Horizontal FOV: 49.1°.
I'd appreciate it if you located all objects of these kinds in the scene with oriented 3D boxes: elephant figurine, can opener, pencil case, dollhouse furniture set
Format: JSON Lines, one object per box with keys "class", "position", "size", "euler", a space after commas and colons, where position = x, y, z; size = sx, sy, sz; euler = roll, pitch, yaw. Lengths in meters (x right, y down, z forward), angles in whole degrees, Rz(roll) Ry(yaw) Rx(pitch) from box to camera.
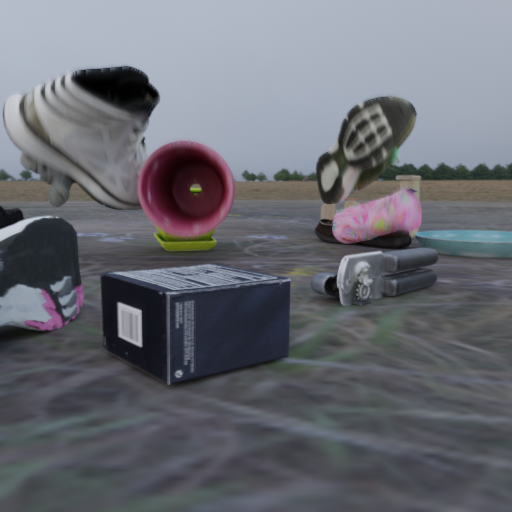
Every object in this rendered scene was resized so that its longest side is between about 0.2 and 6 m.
{"class": "elephant figurine", "position": [-3.511, -1.885, 10.027], "size": [1.495, 2.113, 1.639], "euler": [17, -7, 7]}
{"class": "can opener", "position": [1.526, 0.199, 7.068], "size": [0.724, 0.578, 2.166], "euler": [8, 9, 41]}
{"class": "pencil case", "position": [2.338, -0.751, 11.022], "size": [0.825, 0.825, 1.888], "euler": [-5, -6, -33]}
{"class": "dollhouse furniture set", "position": [3.150, -1.374, 15.332], "size": [2.416, 1.605, 2.117], "euler": [4, 8, 27]}

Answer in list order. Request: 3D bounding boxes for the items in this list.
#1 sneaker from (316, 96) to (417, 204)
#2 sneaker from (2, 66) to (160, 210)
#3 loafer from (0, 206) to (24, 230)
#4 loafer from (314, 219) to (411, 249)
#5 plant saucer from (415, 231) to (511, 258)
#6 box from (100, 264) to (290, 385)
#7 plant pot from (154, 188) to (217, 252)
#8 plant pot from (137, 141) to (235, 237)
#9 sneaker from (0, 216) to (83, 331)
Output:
{"class": "sneaker", "position": [2.304, -2.098, 10.918], "size": [1.383, 1.200, 3.122], "euler": [-13, -13, -23]}
{"class": "sneaker", "position": [-2.102, -1.838, 9.239], "size": [1.991, 1.306, 3.460], "euler": [-17, -21, 24]}
{"class": "loafer", "position": [-5.869, -0.565, 12.158], "size": [0.991, 1.020, 2.793], "euler": [-9, 1, -5]}
{"class": "loafer", "position": [2.450, -0.729, 12.925], "size": [0.952, 0.930, 2.608], "euler": [-7, 10, -42]}
{"class": "plant saucer", "position": [4.634, -0.253, 11.492], "size": [2.668, 0.366, 2.668], "euler": [-1, 7, 0]}
{"class": "box", "position": [-0.486, 0.472, 4.423], "size": [1.101, 0.684, 1.110], "euler": [-6, 9, -38]}
{"class": "plant pot", "position": [-1.525, -0.778, 11.886], "size": [1.343, 1.224, 1.349], "euler": [-2, 14, -20]}
{"class": "plant pot", "position": [-1.146, -1.190, 10.025], "size": [1.622, 1.622, 1.452], "euler": [0, 6, 4]}
{"class": "sneaker", "position": [-2.572, 0.227, 4.913], "size": [1.183, 1.100, 2.739], "euler": [0, 6, 13]}
